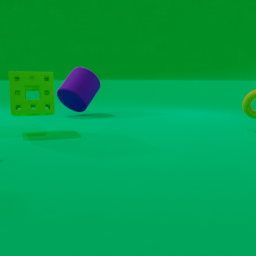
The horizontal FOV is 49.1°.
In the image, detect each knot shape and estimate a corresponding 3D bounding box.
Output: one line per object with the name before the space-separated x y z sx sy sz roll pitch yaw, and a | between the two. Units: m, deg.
knot shape | 3.908 -0.534 7.808 1.366 0.675 1.460 28 -6 15

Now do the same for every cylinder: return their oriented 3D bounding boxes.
cylinder | -1.988 -1.554 11.403 1.331 1.331 1.331 7 53 31

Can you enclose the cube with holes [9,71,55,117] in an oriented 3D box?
cube with holes | -2.659 -0.912 7.804 1.098 1.098 1.098 -3 0 -18
